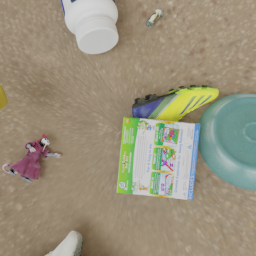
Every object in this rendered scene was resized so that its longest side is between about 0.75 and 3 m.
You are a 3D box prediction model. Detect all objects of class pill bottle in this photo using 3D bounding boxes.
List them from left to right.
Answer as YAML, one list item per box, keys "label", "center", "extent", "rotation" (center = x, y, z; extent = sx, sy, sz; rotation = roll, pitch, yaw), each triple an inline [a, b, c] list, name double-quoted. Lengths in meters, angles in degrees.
- label: "pill bottle"
  center: [-1.214, -3.775, 8.632]
  extent: [1.635, 1.635, 2.732]
  rotation: [-14, 74, -4]

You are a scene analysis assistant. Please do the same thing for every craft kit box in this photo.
- label: "craft kit box"
  center: [0.790, 0.803, 7.513]
  extent: [2.033, 0.499, 2.058]
  rotation: [6, 92, -1]

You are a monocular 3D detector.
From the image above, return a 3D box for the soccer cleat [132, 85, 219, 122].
- label: "soccer cleat"
  center: [1.407, -0.598, 8.209]
  extent: [2.633, 0.851, 1.102]
  rotation: [-14, 100, -8]

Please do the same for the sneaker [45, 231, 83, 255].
- label: "sneaker"
  center: [-2.170, 3.638, 6.686]
  extent: [1.231, 1.053, 2.826]
  rotation: [34, 75, 15]

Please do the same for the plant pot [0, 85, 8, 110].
- label: "plant pot"
  center: [-3.421, -0.685, 6.657]
  extent: [0.880, 0.860, 0.855]
  rotation: [49, 48, -22]

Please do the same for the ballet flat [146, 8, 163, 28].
- label: "ballet flat"
  center: [0.923, -3.728, 9.322]
  extent: [0.316, 0.316, 0.879]
  rotation: [33, 75, 10]

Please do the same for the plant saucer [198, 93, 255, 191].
- label: "plant saucer"
  center: [3.382, 0.190, 7.602]
  extent: [2.937, 0.528, 2.937]
  rotation: [-2, 64, 5]

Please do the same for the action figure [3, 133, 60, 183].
- label: "action figure"
  center: [-2.624, 0.787, 7.836]
  extent: [1.035, 0.931, 1.389]
  rotation: [2, 59, 39]
